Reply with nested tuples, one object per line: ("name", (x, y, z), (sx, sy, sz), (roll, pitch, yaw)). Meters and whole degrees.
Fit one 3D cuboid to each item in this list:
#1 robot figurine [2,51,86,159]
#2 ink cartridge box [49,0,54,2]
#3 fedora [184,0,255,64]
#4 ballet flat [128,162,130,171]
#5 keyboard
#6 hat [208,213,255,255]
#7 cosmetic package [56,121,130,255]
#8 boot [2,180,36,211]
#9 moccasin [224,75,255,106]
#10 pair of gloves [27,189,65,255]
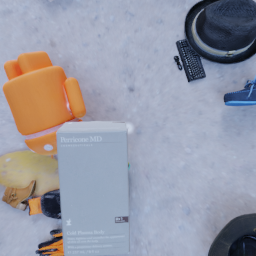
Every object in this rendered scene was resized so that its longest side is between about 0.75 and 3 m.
("robot figurine", (-2.232, -0.538, 7.612), (2.115, 1.715, 2.940), (-20, 101, -7))
("ink cartridge box", (-1.796, -5.445, 9.124), (2.768, 0.543, 1.377), (-35, 83, -6))
("fedora", (3.045, -3.179, 8.395), (2.559, 1.169, 2.559), (1, 80, -3))
("ballet flat", (-0.835, 1.809, 7.853), (0.798, 0.795, 2.380), (34, 83, -13))
("keyboard", (1.884, -2.134, 8.810), (0.831, 0.177, 1.384), (-16, 81, -2))
("hat", (3.237, 3.389, 7.590), (2.537, 1.023, 2.537), (0, 86, -7))
("cosmetic package", (-0.758, 1.364, 6.690), (1.599, 1.350, 2.993), (-3, 104, -2))
("boot", (-3.157, 1.845, 8.109), (0.757, 0.361, 0.979), (24, 84, 0))
("moccasin", (3.983, -1.137, 8.330), (2.521, 1.014, 0.860), (-7, 92, -14))
("pair of gloves", (-1.911, 2.725, 8.044), (1.703, 0.236, 1.912), (-12, 81, -8))
